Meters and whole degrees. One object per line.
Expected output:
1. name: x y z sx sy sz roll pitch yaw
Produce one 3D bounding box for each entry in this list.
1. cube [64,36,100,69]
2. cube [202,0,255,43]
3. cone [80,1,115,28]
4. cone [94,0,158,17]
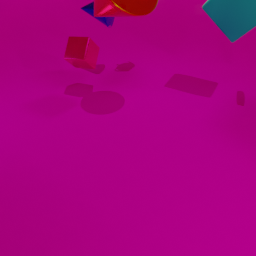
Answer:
1. cube: -1.421 -2.321 8.678 0.740 0.740 0.740 9 -7 21
2. cube: 3.106 -3.445 7.580 1.328 1.328 1.328 45 54 -8
3. cone: -1.115 -4.046 9.549 1.099 1.095 1.095 9 35 13
4. cone: -0.412 -2.950 6.434 1.592 1.592 1.598 -28 6 -35
